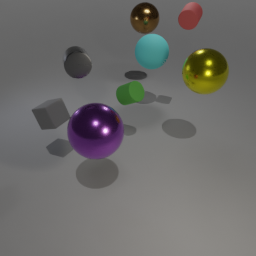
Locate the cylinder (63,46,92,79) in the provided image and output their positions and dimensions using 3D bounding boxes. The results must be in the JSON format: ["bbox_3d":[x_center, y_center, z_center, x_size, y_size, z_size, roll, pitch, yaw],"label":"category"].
[{"bbox_3d":[-1.336,-1.722,7.327,0.700,0.700,0.700,-8,29,-12],"label":"cylinder"}]

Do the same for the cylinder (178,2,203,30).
[{"bbox_3d":[2.169,-3.886,9.723,0.700,0.700,0.700,13,47,20],"label":"cylinder"}]

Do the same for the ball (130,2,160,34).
[{"bbox_3d":[0.794,-5.206,13.296,1.400,1.400,1.400,0,31,0],"label":"ball"}]

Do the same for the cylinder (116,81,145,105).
[{"bbox_3d":[0.075,-1.164,9.404,0.700,0.700,0.700,-10,16,48],"label":"cylinder"}]

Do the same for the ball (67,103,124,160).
[{"bbox_3d":[-0.792,0.077,6.926,1.400,1.400,1.400,0,31,0],"label":"ball"}]

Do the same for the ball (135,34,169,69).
[{"bbox_3d":[0.979,-3.122,11.492,1.400,1.400,1.400,0,31,0],"label":"ball"}]

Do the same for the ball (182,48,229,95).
[{"bbox_3d":[2.375,-1.735,8.641,1.400,1.400,1.400,0,31,0],"label":"ball"}]

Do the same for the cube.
[{"bbox_3d":[-2.310,-0.424,8.458,0.700,0.700,0.700,-4,27,37],"label":"cube"}]
